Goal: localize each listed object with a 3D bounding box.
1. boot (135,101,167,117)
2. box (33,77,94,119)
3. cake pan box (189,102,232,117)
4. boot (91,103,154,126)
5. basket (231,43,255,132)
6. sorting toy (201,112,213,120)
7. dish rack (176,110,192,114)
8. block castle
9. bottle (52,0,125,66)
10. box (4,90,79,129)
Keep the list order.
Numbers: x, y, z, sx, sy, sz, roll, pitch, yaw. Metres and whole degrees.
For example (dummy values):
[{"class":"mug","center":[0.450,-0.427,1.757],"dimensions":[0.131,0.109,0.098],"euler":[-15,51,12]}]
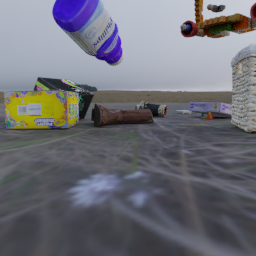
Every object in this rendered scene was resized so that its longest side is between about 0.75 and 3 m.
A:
[{"class":"boot","center":[1.122,-0.821,12.540],"dimensions":[1.313,0.627,1.738],"euler":[4,12,16]},{"class":"box","center":[-2.345,-1.026,10.032],"dimensions":[1.319,1.104,1.776],"euler":[32,19,20]},{"class":"cake pan box","center":[3.643,-0.752,11.657],"dimensions":[1.580,0.449,1.715],"euler":[10,-1,-33]},{"class":"boot","center":[-0.044,-0.362,8.469],"dimensions":[2.011,0.646,1.874],"euler":[3,7,-12]},{"class":"basket","center":[4.066,-0.980,7.111],"dimensions":[2.538,2.041,2.516],"euler":[0,6,11]},{"class":"sorting toy","center":[3.044,-0.494,10.892],"dimensions":[0.293,0.291,0.846],"euler":[-1,7,-8]},{"class":"dish rack","center":[2.962,-0.846,14.807],"dimensions":[0.660,0.167,0.769],"euler":[-3,7,-20]},{"class":"block castle","center":[2.304,-3.066,6.731],"dimensions":[1.070,1.524,2.281],"euler":[-9,9,-43]},{"class":"bottle","center":[-0.895,-2.684,7.933],"dimensions":[0.972,1.244,2.978],"euler":[33,-1,22]},{"class":"box","center":[-2.330,-0.539,7.900],"dimensions":[1.628,0.993,1.568],"euler":[-1,6,1]}]
